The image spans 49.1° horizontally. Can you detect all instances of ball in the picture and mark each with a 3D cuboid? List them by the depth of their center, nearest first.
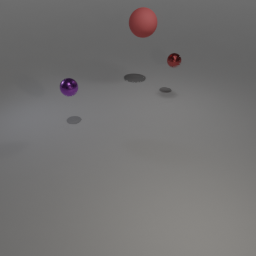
[{"bbox_3d":[-2.238,-1.544,10.633,0.700,0.700,0.700,0,31,0],"label":"ball"},{"bbox_3d":[2.246,-3.288,13.625,0.700,0.700,0.700,0,31,0],"label":"ball"},{"bbox_3d":[0.739,-5.159,13.736,1.400,1.400,1.400,0,31,0],"label":"ball"}]
